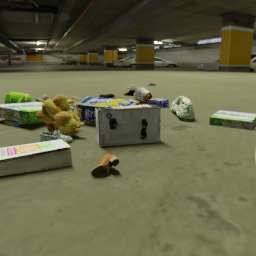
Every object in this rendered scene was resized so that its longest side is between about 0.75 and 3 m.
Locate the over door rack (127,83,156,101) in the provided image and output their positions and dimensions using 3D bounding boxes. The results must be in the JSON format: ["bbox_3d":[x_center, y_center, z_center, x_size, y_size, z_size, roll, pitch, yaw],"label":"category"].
[{"bbox_3d":[0.521,-1.286,13.180,0.679,1.507,2.039,16,21,32],"label":"over door rack"}]

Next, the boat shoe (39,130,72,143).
[{"bbox_3d":[-2.436,0.286,9.395,1.110,0.395,0.387,1,15,2],"label":"boat shoe"}]

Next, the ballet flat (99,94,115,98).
[{"bbox_3d":[-1.363,-2.021,18.463,1.319,0.375,0.438,-10,-17,-44],"label":"ballet flat"}]

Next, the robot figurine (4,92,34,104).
[{"bbox_3d":[-5.858,-1.490,15.054,1.413,0.817,1.240,4,-10,-31],"label":"robot figurine"}]

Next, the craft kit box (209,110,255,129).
[{"bbox_3d":[4.554,-0.381,12.003,1.675,0.406,1.655,9,15,31],"label":"craft kit box"}]

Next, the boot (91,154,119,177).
[{"bbox_3d":[-0.640,0.913,7.044,0.786,0.301,0.610,-35,21,-16],"label":"boot"}]

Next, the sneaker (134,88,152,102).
[{"bbox_3d":[0.994,-2.019,17.797,1.014,0.872,2.396,30,10,-2],"label":"sneaker"}]

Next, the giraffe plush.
[{"bbox_3d":[-2.342,-0.223,10.145,1.703,1.470,1.381,32,10,-30],"label":"giraffe plush"}]

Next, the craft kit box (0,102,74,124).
[{"bbox_3d":[-4.237,-0.747,12.608,2.534,0.622,2.566,6,11,32],"label":"craft kit box"}]

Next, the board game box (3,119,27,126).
[{"bbox_3d":[-4.811,-0.264,11.937,0.789,0.159,0.604,10,18,34],"label":"board game box"}]

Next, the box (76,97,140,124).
[{"bbox_3d":[-0.818,-0.658,11.591,2.654,0.930,0.853,8,33,29],"label":"box"}]

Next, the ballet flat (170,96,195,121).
[{"bbox_3d":[2.693,-1.070,13.540,1.013,1.013,2.824,-1,14,-3],"label":"ballet flat"}]

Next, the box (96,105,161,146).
[{"bbox_3d":[0.008,-0.109,9.326,2.101,1.225,0.632,-5,13,-12],"label":"box"}]

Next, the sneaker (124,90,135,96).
[{"bbox_3d":[0.142,-2.556,19.978,0.919,0.479,0.276,7,16,23],"label":"sneaker"}]

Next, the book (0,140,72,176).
[{"bbox_3d":[-2.780,0.766,7.571,2.213,0.532,1.479,-8,13,-24],"label":"book"}]

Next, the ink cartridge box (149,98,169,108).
[{"bbox_3d":[1.829,-1.425,15.899,1.044,0.399,0.713,16,22,41],"label":"ink cartridge box"}]

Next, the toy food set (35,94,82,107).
[{"bbox_3d":[-3.956,-1.589,15.955,2.185,0.660,1.568,-11,18,-35],"label":"toy food set"}]
